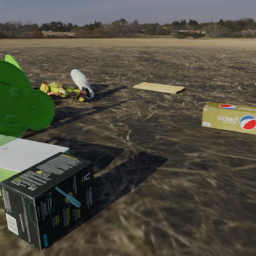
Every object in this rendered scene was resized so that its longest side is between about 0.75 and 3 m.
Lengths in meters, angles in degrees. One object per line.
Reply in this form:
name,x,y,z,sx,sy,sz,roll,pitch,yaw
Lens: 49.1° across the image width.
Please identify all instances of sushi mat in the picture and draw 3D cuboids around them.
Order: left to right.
sushi mat,1.546,-2.019,14.085,2.417,0.146,1.156,13,24,32

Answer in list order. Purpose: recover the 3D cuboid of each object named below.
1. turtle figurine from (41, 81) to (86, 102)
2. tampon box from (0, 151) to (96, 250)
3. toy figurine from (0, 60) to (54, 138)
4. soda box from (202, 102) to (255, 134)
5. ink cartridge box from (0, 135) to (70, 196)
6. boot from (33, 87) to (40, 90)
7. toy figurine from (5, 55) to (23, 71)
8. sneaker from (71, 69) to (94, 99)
turtle figurine,-2.842,-1.549,11.500,1.904,0.761,2.362,4,2,-42
tampon box,-1.226,1.092,4.521,0.790,0.937,1.251,13,24,31
toy figurine,-4.277,-0.726,8.484,2.749,2.242,2.987,4,-3,34
soda box,3.432,-0.308,8.698,2.099,0.672,0.711,10,24,25
ink cartridge box,-2.467,0.745,5.818,2.320,0.688,1.205,9,22,23
boot,-4.578,-1.704,12.763,0.949,0.377,1.090,5,5,-9
toy figurine,-5.236,-1.459,10.869,2.183,1.780,2.372,-33,0,-27
sneaker,-1.912,-1.858,11.958,0.526,1.440,0.510,-35,19,8
